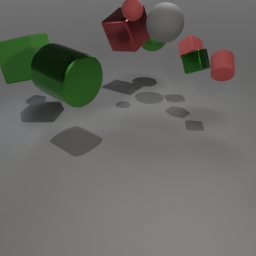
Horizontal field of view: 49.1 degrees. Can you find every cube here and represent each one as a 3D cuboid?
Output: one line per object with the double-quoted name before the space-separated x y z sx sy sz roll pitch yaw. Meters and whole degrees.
"cube" 2.529 -3.184 11.245 0.700 0.700 0.700 9 -22 -36
"cube" -3.569 -2.477 9.911 1.400 1.400 1.400 -8 20 12
"cube" 2.412 -2.366 9.957 0.700 0.700 0.700 -7 12 41
"cube" -0.022 -4.280 12.120 1.400 1.400 1.400 14 52 38

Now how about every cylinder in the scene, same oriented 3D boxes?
"cylinder" 2.913 -1.918 8.629 0.700 0.700 0.700 5 62 9
"cylinder" -1.641 -1.432 7.550 1.400 1.400 1.400 27 38 31

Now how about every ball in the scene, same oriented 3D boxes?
"ball" 1.370 -3.882 10.356 1.400 1.400 1.400 0 29 0
"ball" 1.173 -4.359 13.297 1.400 1.400 1.400 0 29 0
"ball" 0.145 -3.833 9.057 0.700 0.700 0.700 0 29 0
